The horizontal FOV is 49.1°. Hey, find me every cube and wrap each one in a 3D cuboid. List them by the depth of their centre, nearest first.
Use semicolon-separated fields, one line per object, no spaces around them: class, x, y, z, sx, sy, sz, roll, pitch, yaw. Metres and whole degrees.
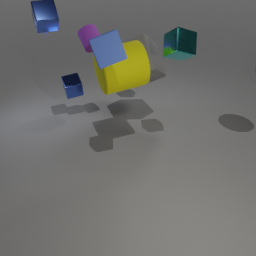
cube;-0.491;-1.904;6.733;0.700;0.700;0.700;-21;20;1
cube;1.508;-2.427;8.160;0.700;0.700;0.700;5;-3;-27
cube;-2.620;-3.528;8.856;0.700;0.700;0.700;-15;-9;-18
cube;0.421;-2.472;10.598;1.400;1.400;1.400;-19;-8;23
cube;-2.293;-1.742;11.591;0.700;0.700;0.700;-17;57;-13

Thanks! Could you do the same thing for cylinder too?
cylinder;-0.218;-1.876;8.694;1.400;1.400;1.400;-17;34;-14
cylinder;-1.299;-3.120;9.773;0.700;0.700;0.700;-26;-6;-3
